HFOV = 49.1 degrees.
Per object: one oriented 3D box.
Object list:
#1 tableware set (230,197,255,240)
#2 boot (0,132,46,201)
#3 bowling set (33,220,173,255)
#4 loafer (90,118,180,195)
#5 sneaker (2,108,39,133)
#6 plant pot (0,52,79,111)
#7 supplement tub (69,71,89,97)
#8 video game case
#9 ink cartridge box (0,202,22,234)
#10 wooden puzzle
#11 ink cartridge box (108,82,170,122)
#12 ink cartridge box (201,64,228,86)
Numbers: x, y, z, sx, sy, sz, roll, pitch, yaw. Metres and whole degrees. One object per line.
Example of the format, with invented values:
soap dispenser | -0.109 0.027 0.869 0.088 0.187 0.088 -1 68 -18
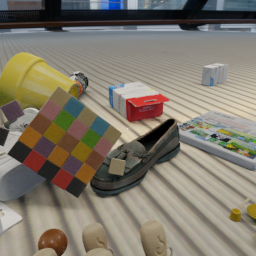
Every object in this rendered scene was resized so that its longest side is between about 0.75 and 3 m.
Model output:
tableware set | 2.304 1.682 4.574 0.877 0.200 1.301 -21 32 -34
boot | -1.932 0.377 6.290 1.420 1.093 2.971 29 37 33
bowling set | -0.513 1.856 3.426 2.050 1.101 1.427 -16 10 -30
loafer | 0.233 0.500 6.350 1.001 0.876 2.786 22 32 36
sneaker | -2.440 0.113 7.457 2.470 0.927 1.426 4 27 35
plant pot | -2.716 -1.147 9.013 1.938 2.060 2.060 19 26 5
supplement tub | -2.154 -1.810 11.721 0.869 0.869 1.418 0 23 1
video game case | 2.833 0.190 7.859 2.320 0.280 2.545 -20 31 -38
ink cartridge box | -2.809 1.497 4.400 1.096 0.631 1.893 17 28 33
wooden puzzle | -1.108 0.253 5.081 2.487 1.475 0.175 38 -12 -17
ink cartridge box | 0.330 -0.891 9.649 1.298 0.751 2.234 -12 28 -22
ink cartridge box | 4.204 -2.606 13.541 1.512 0.876 0.504 -20 29 -39
